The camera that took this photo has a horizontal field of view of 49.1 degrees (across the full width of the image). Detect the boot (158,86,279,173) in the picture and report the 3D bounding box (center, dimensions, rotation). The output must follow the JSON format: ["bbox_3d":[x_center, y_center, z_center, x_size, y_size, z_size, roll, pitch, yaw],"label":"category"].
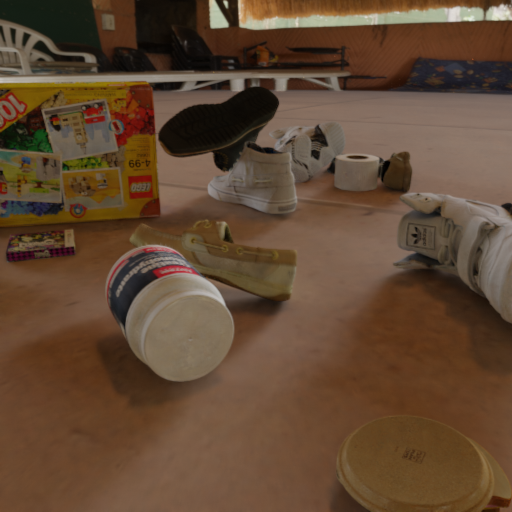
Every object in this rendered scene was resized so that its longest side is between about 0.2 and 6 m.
[{"bbox_3d":[-0.907,-2.392,12.631,3.031,2.097,1.174,-26,70,-31],"label":"boot"}]

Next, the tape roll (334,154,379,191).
[{"bbox_3d":[2.581,-2.161,14.418,1.113,0.764,1.113,1,20,0],"label":"tape roll"}]

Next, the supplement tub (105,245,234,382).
[{"bbox_3d":[-1.029,0.611,6.462,1.135,1.135,1.618,-10,22,-25],"label":"supplement tub"}]

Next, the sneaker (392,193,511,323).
[{"bbox_3d":[2.983,-0.054,8.034,2.107,1.377,3.666,8,17,21],"label":"sneaker"}]

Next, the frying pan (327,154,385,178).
[{"bbox_3d":[2.986,-2.818,16.697,1.839,0.495,3.041,0,24,2],"label":"frying pan"}]

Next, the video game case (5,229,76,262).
[{"bbox_3d":[-3.812,-0.195,9.972,1.121,0.201,1.016,-6,21,-16],"label":"video game case"}]

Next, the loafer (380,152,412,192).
[{"bbox_3d":[3.634,-2.282,14.678,0.726,0.819,2.154,8,21,6],"label":"loafer"}]

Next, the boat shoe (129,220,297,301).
[{"bbox_3d":[-0.582,-0.093,8.050,2.481,0.823,0.918,18,2,8],"label":"boat shoe"}]

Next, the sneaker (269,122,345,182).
[{"bbox_3d":[0.998,-2.893,15.871,1.900,1.242,3.306,3,27,40],"label":"sneaker"}]

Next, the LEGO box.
[{"bbox_3d":[-3.934,-2.137,11.550,3.651,2.719,1.409,-5,22,-13],"label":"LEGO box"}]

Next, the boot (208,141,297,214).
[{"bbox_3d":[-0.131,-1.907,12.728,1.082,1.405,2.941,-16,23,-36],"label":"boot"}]

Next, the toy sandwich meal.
[{"bbox_3d":[1.286,1.763,4.469,1.319,0.452,1.319,-3,20,1],"label":"toy sandwich meal"}]
